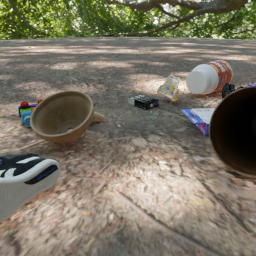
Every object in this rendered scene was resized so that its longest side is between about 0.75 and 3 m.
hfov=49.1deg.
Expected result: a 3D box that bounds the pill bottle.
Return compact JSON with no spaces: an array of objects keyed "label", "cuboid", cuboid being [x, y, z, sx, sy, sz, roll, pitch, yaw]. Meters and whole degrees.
[{"label":"pill bottle","cuboid":[4.468,-2.774,15.475,1.630,1.630,2.906,19,29,37]}]

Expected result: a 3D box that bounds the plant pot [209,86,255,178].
[{"label":"plant pot","cuboid":[4.075,0.023,8.455,2.442,2.442,2.613,16,13,34]}]

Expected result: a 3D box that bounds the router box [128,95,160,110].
[{"label":"router box","cuboid":[0.767,-1.270,13.601,0.933,0.319,1.251,-19,30,-38]}]

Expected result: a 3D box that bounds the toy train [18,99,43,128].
[{"label":"toy train","cuboid":[-3.419,-0.598,11.535,1.943,0.822,1.124,-11,36,-24]}]

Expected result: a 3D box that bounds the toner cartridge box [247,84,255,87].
[{"label":"toner cartridge box","cuboid":[7.677,-2.142,15.563,1.816,0.392,0.863,-1,22,-4]}]

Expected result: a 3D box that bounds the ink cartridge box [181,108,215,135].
[{"label":"ink cartridge box","cuboid":[3.629,-0.301,11.013,2.780,0.583,1.659,0,23,-8]}]

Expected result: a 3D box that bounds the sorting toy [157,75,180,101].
[{"label":"sorting toy","cuboid":[2.174,-2.044,13.942,0.661,1.113,1.237,1,25,-35]}]

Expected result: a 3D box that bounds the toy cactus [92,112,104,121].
[{"label":"toy cactus","cuboid":[-1.690,-0.472,11.421,1.394,0.864,1.689,13,16,-18]}]

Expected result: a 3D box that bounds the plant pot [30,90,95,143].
[{"label":"plant pot","cuboid":[-2.165,-0.240,9.802,2.210,1.020,2.210,-7,48,7]}]

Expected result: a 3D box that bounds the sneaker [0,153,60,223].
[{"label":"sneaker","cuboid":[-3.121,1.370,6.724,1.538,1.004,2.749,10,17,30]}]

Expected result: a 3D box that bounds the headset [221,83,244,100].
[{"label":"headset","cuboid":[5.354,-1.618,14.118,1.489,1.133,2.412,19,14,32]}]
